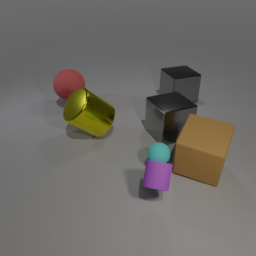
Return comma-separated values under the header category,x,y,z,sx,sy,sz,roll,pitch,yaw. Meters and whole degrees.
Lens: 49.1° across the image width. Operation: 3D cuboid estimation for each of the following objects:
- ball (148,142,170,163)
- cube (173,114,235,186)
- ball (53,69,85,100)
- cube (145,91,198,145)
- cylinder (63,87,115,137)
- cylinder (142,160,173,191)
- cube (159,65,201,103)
category,x,y,z,sx,sy,sz,roll,pitch,yaw
ball,0.960,0.799,8.677,0.700,0.700,0.700,0,31,0
cube,2.291,0.648,8.548,1.400,1.400,1.400,17,47,20
ball,-2.603,-1.915,12.438,1.400,1.400,1.400,0,31,0
cube,1.578,-0.392,10.564,1.400,1.400,1.400,-13,34,-20
cylinder,-1.430,-0.561,10.328,1.400,1.400,1.400,30,11,-38
cylinder,0.782,1.248,7.424,0.700,0.700,0.700,10,-6,1
cube,2.421,-2.012,13.229,1.400,1.400,1.400,-10,33,-17
